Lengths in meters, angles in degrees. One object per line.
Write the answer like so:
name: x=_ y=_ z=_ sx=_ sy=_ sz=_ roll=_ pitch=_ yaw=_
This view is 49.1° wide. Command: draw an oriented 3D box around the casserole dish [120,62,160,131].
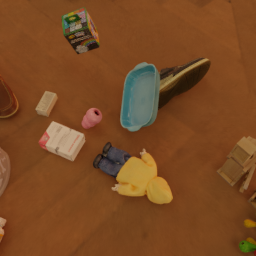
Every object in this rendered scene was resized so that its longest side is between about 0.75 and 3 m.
casserole dish: x=0.400 y=-0.881 z=8.200 sx=1.283 sy=0.411 sz=2.118 roll=-9 pitch=69 yaw=44

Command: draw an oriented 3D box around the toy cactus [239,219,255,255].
toy cactus: x=3.830 y=2.759 z=6.886 sx=2.054 sy=1.050 sz=1.695 roll=-21 pitch=72 yaw=-21

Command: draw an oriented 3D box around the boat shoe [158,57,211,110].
boat shoe: x=1.336 y=-1.534 z=9.116 sx=2.956 sy=1.056 sz=0.971 roll=-35 pitch=61 yaw=-9

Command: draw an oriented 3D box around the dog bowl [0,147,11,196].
dog bowl: x=-4.736 y=1.213 z=7.780 sx=2.654 sy=0.778 sz=2.654 roll=0 pitch=61 yaw=0

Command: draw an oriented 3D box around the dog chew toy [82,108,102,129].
dog chew toy: x=-1.139 y=-0.257 z=8.517 sx=0.492 sy=0.791 sz=0.492 roll=25 pitch=45 yaw=-28

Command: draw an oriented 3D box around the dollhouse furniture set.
dollhouse furniture set: x=3.473 y=1.069 z=7.234 sx=1.028 sy=1.849 sz=1.635 roll=-36 pitch=66 yaw=-19

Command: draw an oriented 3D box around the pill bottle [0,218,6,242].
pill bottle: x=-3.487 y=2.768 z=6.973 sx=0.609 sy=0.609 sz=1.080 roll=13 pitch=60 yaw=7

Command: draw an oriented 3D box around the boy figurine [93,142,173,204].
boy figurine: x=0.234 y=1.257 z=7.762 sx=2.349 sy=0.757 sz=1.460 roll=28 pitch=66 yaw=14

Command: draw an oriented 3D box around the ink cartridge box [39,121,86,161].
ink cartridge box: x=-1.958 y=0.404 z=8.414 sx=1.110 sy=0.460 sz=0.813 roll=22 pitch=62 yaw=12

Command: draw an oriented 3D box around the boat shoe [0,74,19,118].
boat shoe: x=-4.672 y=-1.498 z=9.189 sx=1.071 sy=1.005 sz=2.977 roll=-35 pitch=66 yaw=-18

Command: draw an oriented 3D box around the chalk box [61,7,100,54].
chalk box: x=-1.357 y=-2.758 z=7.769 sx=0.738 sy=1.183 sz=0.733 roll=-15 pitch=66 yaw=9

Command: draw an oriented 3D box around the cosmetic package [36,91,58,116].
cosmetic package: x=-2.668 y=-0.804 z=9.214 sx=0.401 sy=0.283 sz=0.774 roll=16 pitch=62 yaw=9
